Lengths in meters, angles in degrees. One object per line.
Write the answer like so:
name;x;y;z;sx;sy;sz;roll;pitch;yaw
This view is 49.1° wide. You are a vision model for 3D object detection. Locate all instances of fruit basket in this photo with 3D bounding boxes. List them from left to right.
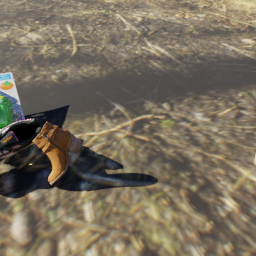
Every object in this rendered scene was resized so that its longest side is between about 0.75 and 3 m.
fruit basket;-4.311;-0.679;8.019;2.299;1.163;2.482;-15;60;-19

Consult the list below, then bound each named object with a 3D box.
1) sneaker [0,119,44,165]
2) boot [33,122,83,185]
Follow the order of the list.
sneaker;-3.030;0.340;6.778;2.235;0.898;0.965;-39;8;-28
boot;-1.820;0.586;6.650;1.019;1.318;0.485;32;-4;-14
